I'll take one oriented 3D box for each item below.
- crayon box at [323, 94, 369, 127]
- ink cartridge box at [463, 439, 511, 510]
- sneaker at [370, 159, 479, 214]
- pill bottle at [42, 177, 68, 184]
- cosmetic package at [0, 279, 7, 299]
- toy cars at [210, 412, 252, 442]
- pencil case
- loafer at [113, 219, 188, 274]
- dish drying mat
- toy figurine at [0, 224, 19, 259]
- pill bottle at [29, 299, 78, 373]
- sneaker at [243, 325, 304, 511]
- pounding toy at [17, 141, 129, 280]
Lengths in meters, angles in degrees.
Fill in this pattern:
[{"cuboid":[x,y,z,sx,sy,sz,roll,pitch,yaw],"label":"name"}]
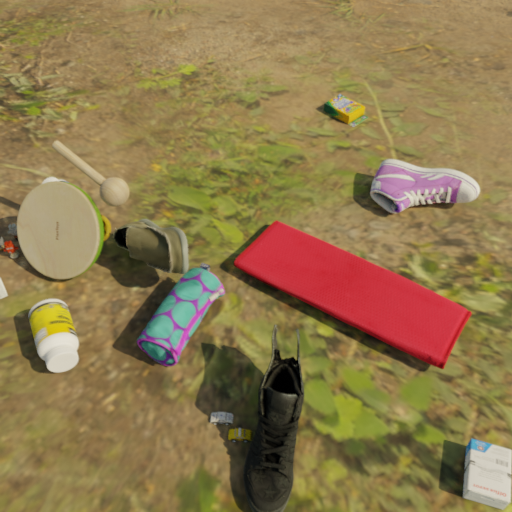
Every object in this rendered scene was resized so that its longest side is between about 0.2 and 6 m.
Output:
[{"cuboid":[2.426,-3.911,15.034,0.665,0.273,1.057,-35,57,-28],"label":"crayon box"},{"cuboid":[3.455,3.256,8.379,0.605,0.355,0.827,13,50,13],"label":"ink cartridge box"},{"cuboid":[3.650,-1.308,12.373,2.261,0.820,1.289,14,54,23],"label":"sneaker"},{"cuboid":[-4.262,-1.322,12.410,1.048,0.627,0.627,32,55,26],"label":"pill bottle"},{"cuboid":[-5.394,0.526,10.774,0.855,0.525,0.852,-25,52,-21],"label":"cosmetic package"},{"cuboid":[-0.410,2.722,8.996,0.789,0.175,0.354,34,55,28],"label":"toy cars"},{"cuboid":[-1.306,1.055,10.099,0.878,0.809,1.901,8,46,29],"label":"pencil case"},{"cuboid":[-2.050,-0.146,10.732,0.830,0.896,2.383,-11,16,-33],"label":"loafer"},{"cuboid":[1.787,0.626,10.786,4.347,0.396,1.670,25,49,23],"label":"dish drying mat"},{"cuboid":[-5.033,-0.303,11.638,0.616,0.435,0.626,23,53,27],"label":"toy figurine"},{"cuboid":[-3.535,1.407,9.853,0.690,0.690,1.228,-20,51,-17],"label":"pill bottle"},{"cuboid":[0.300,2.445,8.458,0.768,1.334,2.557,7,47,8],"label":"sneaker"},{"cuboid":[-3.544,-0.781,11.252,1.916,2.482,1.152,35,16,11],"label":"pounding toy"}]
